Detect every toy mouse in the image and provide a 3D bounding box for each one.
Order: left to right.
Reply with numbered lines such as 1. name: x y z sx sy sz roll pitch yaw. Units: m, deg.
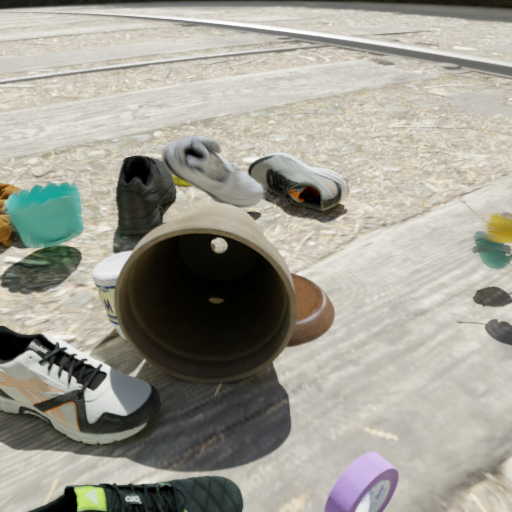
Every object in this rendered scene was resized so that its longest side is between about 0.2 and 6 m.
1. toy mouse: 4.535 0.007 9.730 2.137 1.899 0.414 22 69 31

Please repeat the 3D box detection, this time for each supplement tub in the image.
1. supplement tub: -2.029 0.643 8.991 0.881 1.215 0.881 -10 27 6

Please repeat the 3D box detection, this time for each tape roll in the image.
1. tape roll: 1.164 2.619 6.141 0.902 0.902 0.296 -24 38 -34

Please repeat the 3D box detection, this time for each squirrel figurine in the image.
1. squirrel figurine: -5.102 -0.824 11.850 1.372 0.971 1.280 -1 38 3

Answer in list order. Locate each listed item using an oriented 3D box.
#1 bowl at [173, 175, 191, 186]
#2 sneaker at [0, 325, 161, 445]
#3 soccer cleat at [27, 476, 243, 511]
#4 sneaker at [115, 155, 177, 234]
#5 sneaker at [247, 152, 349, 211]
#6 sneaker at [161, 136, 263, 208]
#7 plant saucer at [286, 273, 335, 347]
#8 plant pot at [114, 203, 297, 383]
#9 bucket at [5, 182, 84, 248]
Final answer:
1. bowl: -1.780 -2.135 14.461 0.781 0.420 0.781 0 32 0
2. sneaker: -2.605 1.687 7.537 2.739 1.096 1.010 9 31 12
3. soccer cleat: -1.401 2.753 5.743 2.674 1.084 0.903 -10 33 -16
4. sneaker: -2.527 -1.740 12.838 1.202 1.437 3.166 -5 30 -2
5. sneaker: 0.849 -1.765 13.368 2.623 0.970 1.040 21 41 30
6. sneaker: -0.868 -1.796 12.208 2.453 0.922 1.410 26 -6 -13
7. plant saucer: 0.381 0.817 9.685 1.974 0.340 1.974 0 32 0
8. plant pot: -0.645 0.282 8.572 2.520 2.520 2.187 1 27 2
9. bucket: -4.086 -0.807 10.998 1.396 0.908 1.396 -7 26 4
